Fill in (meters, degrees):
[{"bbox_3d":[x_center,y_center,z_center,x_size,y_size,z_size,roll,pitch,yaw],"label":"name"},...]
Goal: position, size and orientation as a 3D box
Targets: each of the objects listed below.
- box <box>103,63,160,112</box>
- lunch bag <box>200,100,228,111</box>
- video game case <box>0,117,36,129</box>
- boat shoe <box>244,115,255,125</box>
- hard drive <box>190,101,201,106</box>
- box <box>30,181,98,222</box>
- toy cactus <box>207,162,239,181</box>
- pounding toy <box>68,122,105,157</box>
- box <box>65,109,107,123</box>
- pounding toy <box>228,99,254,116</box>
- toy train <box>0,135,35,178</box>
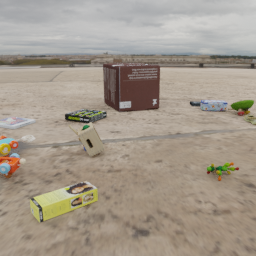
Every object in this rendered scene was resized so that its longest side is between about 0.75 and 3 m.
[{"bbox_3d":[0.110,-2.164,14.270,2.163,2.141,2.607,-6,17,-21],"label":"box"},{"bbox_3d":[4.143,-1.119,13.646,1.286,0.486,1.031,3,14,9],"label":"lunch bag"},{"bbox_3d":[-4.508,-0.216,10.983,1.266,0.146,1.154,7,17,24],"label":"video game case"},{"bbox_3d":[5.008,-0.396,11.271,0.389,0.336,1.067,0,15,1],"label":"boat shoe"},{"bbox_3d":[3.822,-1.275,14.760,1.006,0.165,0.702,0,15,1],"label":"hard drive"},{"bbox_3d":[-1.157,1.323,5.162,1.164,0.292,0.438,-13,20,-37],"label":"box"},{"bbox_3d":[2.105,0.972,6.495,0.769,0.393,0.634,-8,-1,-19],"label":"toy cactus"},{"bbox_3d":[-1.166,0.253,7.791,0.640,0.900,0.829,-28,17,-4],"label":"pounding toy"},{"bbox_3d":[-1.762,-0.524,11.815,1.270,0.313,1.316,10,18,25],"label":"box"},{"bbox_3d":[5.170,-0.820,12.684,0.992,0.596,1.285,-6,-12,4],"label":"pounding toy"},{"bbox_3d":[-3.045,0.734,6.967,1.422,0.526,1.893,1,19,-2],"label":"toy train"}]
